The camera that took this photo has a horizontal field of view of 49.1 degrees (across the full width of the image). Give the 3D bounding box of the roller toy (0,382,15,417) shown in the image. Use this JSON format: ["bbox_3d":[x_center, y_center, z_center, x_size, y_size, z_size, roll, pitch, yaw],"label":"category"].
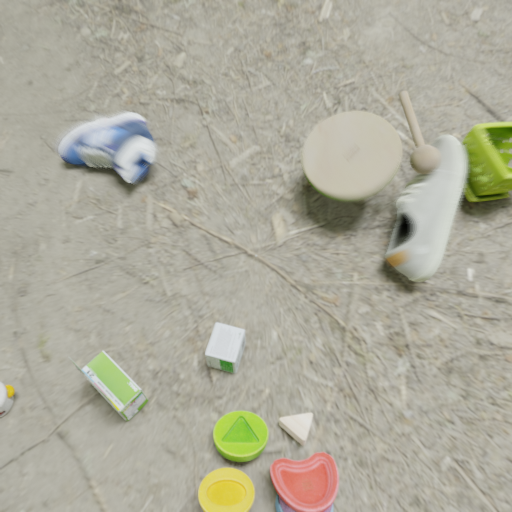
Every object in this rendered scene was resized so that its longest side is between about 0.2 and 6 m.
[{"bbox_3d":[-4.484,2.435,9.508,0.659,0.461,0.601,15,62,8],"label":"roller toy"}]

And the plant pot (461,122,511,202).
[{"bbox_3d":[4.768,-1.823,11.321,1.298,1.183,1.304,-10,68,-27],"label":"plant pot"}]

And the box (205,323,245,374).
[{"bbox_3d":[-0.531,1.624,9.858,0.555,0.645,0.648,14,62,8],"label":"box"}]

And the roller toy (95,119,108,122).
[{"bbox_3d":[-3.372,-2.747,12.465,0.587,0.411,0.536,35,56,22],"label":"roller toy"}]

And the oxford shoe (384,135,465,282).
[{"bbox_3d":[3.249,-1.087,10.858,0.945,1.230,3.272,24,68,-7],"label":"oxford shoe"}]

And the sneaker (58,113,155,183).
[{"bbox_3d":[-3.096,-2.062,11.699,2.028,0.817,1.485,-21,59,1],"label":"sneaker"}]

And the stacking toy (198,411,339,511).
[{"bbox_3d":[0.171,3.516,8.949,2.122,0.896,1.921,0,35,-3],"label":"stacking toy"}]

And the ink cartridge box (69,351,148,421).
[{"bbox_3d":[-2.390,2.045,9.196,1.021,1.381,0.523,39,68,20],"label":"ink cartridge box"}]

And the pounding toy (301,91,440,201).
[{"bbox_3d":[2.179,-1.868,11.126,2.469,1.146,1.906,-21,65,5],"label":"pounding toy"}]
